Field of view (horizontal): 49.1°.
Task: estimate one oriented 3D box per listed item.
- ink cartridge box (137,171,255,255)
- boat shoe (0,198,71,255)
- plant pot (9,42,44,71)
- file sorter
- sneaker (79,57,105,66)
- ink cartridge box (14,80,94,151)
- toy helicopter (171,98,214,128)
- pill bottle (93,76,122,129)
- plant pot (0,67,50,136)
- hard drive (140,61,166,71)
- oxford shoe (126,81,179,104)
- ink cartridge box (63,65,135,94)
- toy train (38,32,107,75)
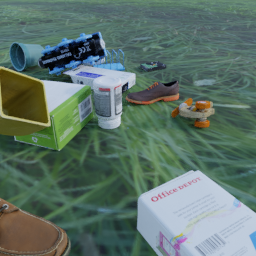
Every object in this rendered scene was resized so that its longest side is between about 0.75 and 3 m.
[{"bbox_3d":[1.225,1.680,4.440,1.398,0.819,1.935,-17,36,-27],"label":"ink cartridge box"},{"bbox_3d":[-2.250,1.605,4.484,2.657,0.903,0.956,5,30,9],"label":"boat shoe"},{"bbox_3d":[-4.531,-3.320,12.831,1.238,1.238,1.213,22,29,32],"label":"plant pot"},{"bbox_3d":[-0.888,-3.064,12.682,1.296,0.795,0.899,-9,31,-14],"label":"file sorter"},{"bbox_3d":[-2.101,-3.587,13.230,2.000,1.138,0.755,5,30,8],"label":"sneaker"},{"bbox_3d":[-2.697,-0.556,8.098,2.789,1.056,2.061,9,32,19],"label":"ink cartridge box"},{"bbox_3d":[2.139,-0.594,8.757,1.183,0.706,1.790,8,19,31],"label":"toy helicopter"},{"bbox_3d":[-0.567,-0.726,8.042,0.785,1.378,0.785,0,30,0],"label":"pill bottle"},{"bbox_3d":[-2.661,-0.415,6.273,1.195,1.230,1.202,15,54,-52],"label":"plant pot"},{"bbox_3d":[1.163,-2.842,12.895,1.008,0.191,0.705,-14,33,-24],"label":"hard drive"},{"bbox_3d":[0.848,-1.284,9.686,1.927,0.699,0.686,-10,31,-16],"label":"oxford shoe"},{"bbox_3d":[-1.131,-1.942,11.040,2.588,0.507,1.287,15,33,21],"label":"ink cartridge box"},{"bbox_3d":[-2.238,-3.084,11.543,2.894,1.255,1.653,-15,18,14],"label":"toy train"}]
